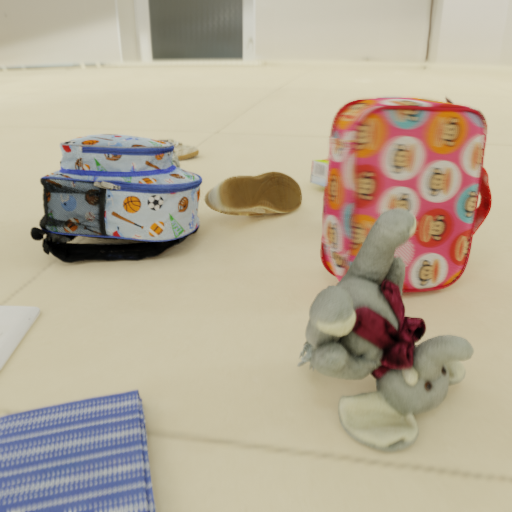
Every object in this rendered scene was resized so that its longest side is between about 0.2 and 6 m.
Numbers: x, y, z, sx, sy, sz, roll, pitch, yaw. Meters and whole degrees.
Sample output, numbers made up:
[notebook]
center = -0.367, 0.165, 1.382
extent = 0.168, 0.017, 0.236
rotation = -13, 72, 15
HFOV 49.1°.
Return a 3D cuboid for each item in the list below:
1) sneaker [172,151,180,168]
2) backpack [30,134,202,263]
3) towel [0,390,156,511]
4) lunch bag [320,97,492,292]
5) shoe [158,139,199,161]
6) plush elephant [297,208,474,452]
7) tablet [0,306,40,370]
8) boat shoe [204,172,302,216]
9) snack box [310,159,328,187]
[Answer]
[sneaker]
center = -3.306, -2.370, 14.321
extent = 2.939, 1.207, 1.144
rotation = 3, 24, 9
[backpack]
center = -2.423, -1.217, 10.809
extent = 2.776, 2.245, 2.915
rotation = 12, 22, 1
[towel]
center = -1.866, 2.219, 5.406
extent = 1.718, 0.283, 2.373
rotation = -8, 24, -12
[lunch bag]
center = 2.473, -0.930, 8.852
extent = 2.678, 3.041, 1.246
rotation = -2, 20, -14
[shoe]
center = -2.882, -3.231, 16.947
extent = 2.284, 0.610, 0.799
rotation = -3, 25, -8
[plush elephant]
center = 1.527, 1.041, 6.305
extent = 1.791, 2.313, 1.905
rotation = 33, 48, 15
[tablet]
center = -3.978, 1.244, 7.621
extent = 1.395, 0.146, 2.144
rotation = 0, 24, 0
[boat shoe]
center = -0.046, -1.336, 12.295
extent = 2.528, 0.932, 0.875
rotation = -3, -4, -44
[snack box]
center = 2.814, -1.912, 13.761
extent = 1.749, 0.651, 2.459
rotation = -14, 26, -39
